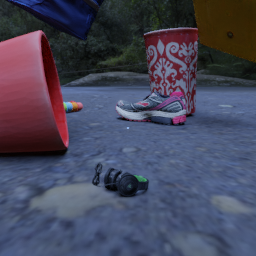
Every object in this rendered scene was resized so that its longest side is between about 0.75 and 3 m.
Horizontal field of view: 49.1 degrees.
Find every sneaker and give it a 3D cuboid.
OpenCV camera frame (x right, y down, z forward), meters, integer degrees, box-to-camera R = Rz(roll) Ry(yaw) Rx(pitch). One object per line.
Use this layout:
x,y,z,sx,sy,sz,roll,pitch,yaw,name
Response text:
0.725,-0.712,9.042,2.598,0.970,1.047,7,12,37,sneaker

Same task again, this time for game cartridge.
2.903,-3.263,7.698,0.473,2.914,2.569,-42,50,-14,game cartridge

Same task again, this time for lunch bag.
-1.639,-3.086,6.321,1.414,1.377,2.081,30,8,31,lunch bag

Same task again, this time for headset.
-0.093,0.590,3.375,0.803,0.377,0.496,6,2,-44,headset

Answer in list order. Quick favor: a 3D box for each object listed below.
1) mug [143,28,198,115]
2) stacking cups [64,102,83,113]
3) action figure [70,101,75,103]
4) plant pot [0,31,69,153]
1.891,-2.039,10.456,2.602,2.931,1.955,-12,13,-35,mug
-2.460,-0.788,11.212,0.498,0.498,1.648,6,7,32,stacking cups
-2.445,-0.938,12.517,0.264,0.401,0.810,-1,32,-25,action figure
-2.253,-0.471,5.061,1.956,2.211,2.211,-12,11,-7,plant pot
